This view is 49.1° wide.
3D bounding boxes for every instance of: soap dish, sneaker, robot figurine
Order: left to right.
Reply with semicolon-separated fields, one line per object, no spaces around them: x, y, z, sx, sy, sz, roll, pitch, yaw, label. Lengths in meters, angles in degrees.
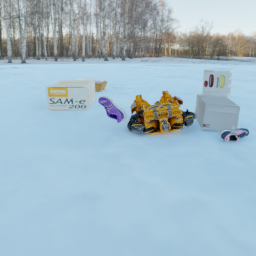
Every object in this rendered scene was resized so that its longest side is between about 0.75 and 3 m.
-1.982;-2.331;15.071;1.539;0.625;1.211;3;16;9;soap dish
-0.485;-0.510;7.601;0.979;0.395;0.409;39;66;22;sneaker
0.845;-0.476;8.005;1.867;0.750;2.576;-9;16;0;robot figurine
2.618;0.206;6.736;0.817;0.287;0.335;-6;35;-16;sneaker

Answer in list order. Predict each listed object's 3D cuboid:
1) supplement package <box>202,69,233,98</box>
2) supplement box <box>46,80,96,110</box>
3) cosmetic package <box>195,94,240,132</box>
4.217;-2.140;13.219;1.187;1.241;0.913;8;17;27;supplement package
-2.152;-1.350;11.056;1.494;0.872;2.370;0;16;1;supplement box
2.526;-0.477;8.140;0.951;0.803;1.781;5;13;3;cosmetic package
